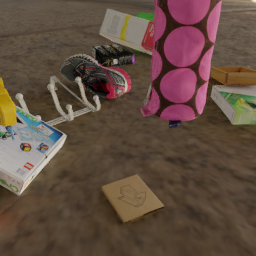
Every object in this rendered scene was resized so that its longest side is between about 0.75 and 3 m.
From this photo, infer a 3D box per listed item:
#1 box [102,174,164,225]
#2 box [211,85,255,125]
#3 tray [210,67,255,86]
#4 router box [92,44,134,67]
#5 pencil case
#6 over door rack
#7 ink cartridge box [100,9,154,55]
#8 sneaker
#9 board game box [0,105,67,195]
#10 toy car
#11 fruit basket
[{"bbox_3d":[0.072,1.343,5.428,0.837,0.109,1.024,-15,33,-24],"label":"box"},{"bbox_3d":[4.200,-0.791,8.639,2.722,0.495,1.965,-3,30,-3],"label":"box"},{"bbox_3d":[3.796,-1.883,10.011,1.194,0.448,2.421,1,18,5],"label":"tray"},{"bbox_3d":[-0.730,-3.392,13.004,1.464,0.501,1.963,-11,32,-18],"label":"router box"},{"bbox_3d":[0.833,-1.331,4.657,1.172,2.501,1.135,-1,27,-4],"label":"pencil case"},{"bbox_3d":[-2.513,-1.001,8.578,2.096,0.945,2.836,-24,38,-36],"label":"over door rack"},{"bbox_3d":[0.281,-2.976,8.919,1.932,0.806,1.402,23,11,17],"label":"ink cartridge box"},{"bbox_3d":[-1.315,-1.804,9.721,2.861,1.153,1.068,19,38,27],"label":"sneaker"},{"bbox_3d":[-3.022,0.042,6.118,2.851,0.493,1.800,30,34,0],"label":"board game box"},{"bbox_3d":[-2.485,0.783,4.000,1.446,2.948,0.981,-1,31,-39],"label":"toy car"},{"bbox_3d":[1.792,-4.910,14.399,2.866,2.067,2.866,-7,45,7],"label":"fruit basket"}]
